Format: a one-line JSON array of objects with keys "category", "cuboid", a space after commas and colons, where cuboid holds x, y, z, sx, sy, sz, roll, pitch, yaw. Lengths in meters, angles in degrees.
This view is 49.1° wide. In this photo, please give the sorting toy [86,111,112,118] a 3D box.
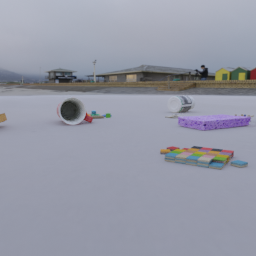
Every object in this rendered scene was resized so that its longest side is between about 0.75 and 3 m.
[{"category": "sorting toy", "cuboid": [-2.003, -0.713, 14.606, 2.407, 0.328, 1.356, -3, 9, -18]}]

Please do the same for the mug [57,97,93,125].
[{"category": "mug", "cuboid": [-2.516, -0.620, 12.553, 1.163, 1.548, 1.744, -41, 17, -14]}]

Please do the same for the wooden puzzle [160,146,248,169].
[{"category": "wooden puzzle", "cuboid": [1.626, 0.625, 6.370, 2.079, 0.146, 1.233, 5, 10, 31]}]

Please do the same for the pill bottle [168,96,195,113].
[{"category": "pill bottle", "cuboid": [3.391, -1.512, 17.569, 1.021, 1.021, 1.805, 8, 12, 43]}]

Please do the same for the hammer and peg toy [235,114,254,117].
[{"category": "hammer and peg toy", "cuboid": [5.477, -0.468, 13.148, 0.612, 0.293, 0.832, -3, 9, -27]}]

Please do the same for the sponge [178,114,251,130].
[{"category": "sponge", "cuboid": [3.549, -0.278, 11.504, 2.652, 0.395, 1.479, -5, 10, -29]}]

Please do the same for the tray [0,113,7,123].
[{"category": "tray", "cuboid": [-5.391, -0.197, 10.551, 0.945, 0.355, 1.917, -15, 9, -1]}]

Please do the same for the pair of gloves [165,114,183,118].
[{"category": "pair of gloves", "cuboid": [2.414, -0.617, 14.625, 0.796, 0.140, 0.677, -8, 12, -38]}]
